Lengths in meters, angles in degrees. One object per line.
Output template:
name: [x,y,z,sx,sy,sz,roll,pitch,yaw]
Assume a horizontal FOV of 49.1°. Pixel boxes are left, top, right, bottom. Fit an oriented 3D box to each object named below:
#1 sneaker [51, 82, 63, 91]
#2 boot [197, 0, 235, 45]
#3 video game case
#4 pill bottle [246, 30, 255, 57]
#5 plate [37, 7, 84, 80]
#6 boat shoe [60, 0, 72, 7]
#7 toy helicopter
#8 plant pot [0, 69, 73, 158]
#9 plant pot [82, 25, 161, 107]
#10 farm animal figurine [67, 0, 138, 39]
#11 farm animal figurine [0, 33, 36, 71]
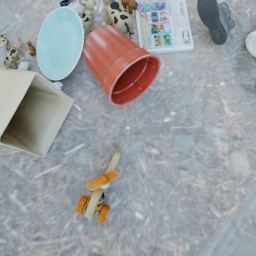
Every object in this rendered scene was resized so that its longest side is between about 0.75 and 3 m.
sneaker: [-3.019,-1.391,10.772,1.023,0.397,0.715,-6,72,-1]
boot: [3.438,-4.489,10.859,0.775,2.220,1.462,3,49,39]
video game case: [1.473,-4.251,11.705,2.178,0.283,2.393,-5,74,-1]
pill bottle: [5.828,-3.745,11.091,2.049,1.150,1.150,-35,76,-9]
plate: [-2.550,-3.170,10.684,2.747,0.351,2.747,-1,88,37]
boat shoe: [-2.575,-5.475,12.082,0.777,0.267,0.327,-40,77,-11]
toy helicopter: [-0.776,1.733,9.248,1.005,1.685,2.548,21,54,7]
plant pot: [-3.735,-0.660,9.584,2.103,2.376,2.373,23,81,23]
plant pot: [-0.403,-2.391,10.249,2.321,2.321,2.258,-37,68,-10]
farm animal figurine: [-1.144,-4.747,11.125,2.915,1.466,2.354,5,75,7]
farm animal figurine: [-4.522,-3.066,11.069,1.534,0.800,1.517,13,74,4]
